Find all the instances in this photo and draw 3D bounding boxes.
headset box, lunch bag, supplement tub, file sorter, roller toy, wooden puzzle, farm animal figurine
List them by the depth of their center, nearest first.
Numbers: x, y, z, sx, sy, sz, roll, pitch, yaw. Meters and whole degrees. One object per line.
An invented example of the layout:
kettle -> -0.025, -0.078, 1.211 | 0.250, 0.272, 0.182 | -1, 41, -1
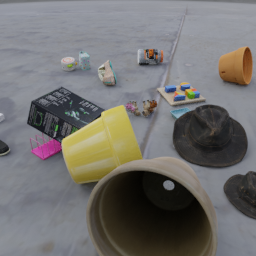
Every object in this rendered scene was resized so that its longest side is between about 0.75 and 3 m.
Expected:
headset box -> -2.007, -0.360, 9.596 | 2.044, 0.948, 1.779 | 28, 31, 7
file sorter -> -2.735, 0.482, 9.641 | 0.716, 0.646, 1.031 | 24, 39, 33
farm animal figurine -> 0.536, -0.783, 11.816 | 1.355, 0.682, 1.094 | -6, 13, -3
wooden puzzle -> 2.542, -1.722, 13.471 | 1.772, 0.443, 1.913 | -10, 33, -15
roller toy -> -3.539, -3.798, 16.719 | 0.810, 0.620, 0.887 | 13, 44, 14
lunch bag -> -2.651, -4.078, 16.919 | 0.629, 0.879, 1.032 | -13, 37, -19
supplement tub -> 1.394, -4.454, 17.496 | 1.537, 0.942, 0.942 | -3, 31, -3

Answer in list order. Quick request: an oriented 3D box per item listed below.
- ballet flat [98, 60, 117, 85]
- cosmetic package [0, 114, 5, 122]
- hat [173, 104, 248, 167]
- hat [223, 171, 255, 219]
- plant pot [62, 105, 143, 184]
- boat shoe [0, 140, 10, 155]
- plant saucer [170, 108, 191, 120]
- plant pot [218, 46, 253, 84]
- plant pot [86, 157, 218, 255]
ballet flat -> -1.204, -3.054, 15.333 | 0.855, 0.865, 2.543 | -11, 31, -4
cosmetic package -> -5.706, -0.475, 11.578 | 1.094, 0.277, 0.451 | 12, 32, 19
hat -> 2.871, -0.048, 9.611 | 2.855, 1.152, 2.855 | -1, 44, 1
hat -> 3.502, 1.650, 7.693 | 1.699, 0.685, 1.699 | -1, 32, 0
plant pot -> -0.741, 0.642, 8.190 | 2.024, 2.151, 2.151 | -18, 33, -1
boat shoe -> -4.918, 0.492, 9.727 | 1.837, 0.576, 0.672 | 15, 34, 21
plant saucer -> 2.626, -0.117, 11.043 | 0.886, 0.240, 2.534 | -12, 32, -18
plant pot -> 5.668, -3.236, 14.839 | 1.342, 1.917, 1.917 | 2, 26, 38
plant pot -> 0.698, 1.681, 6.248 | 2.582, 2.582, 2.240 | 10, 17, 17
